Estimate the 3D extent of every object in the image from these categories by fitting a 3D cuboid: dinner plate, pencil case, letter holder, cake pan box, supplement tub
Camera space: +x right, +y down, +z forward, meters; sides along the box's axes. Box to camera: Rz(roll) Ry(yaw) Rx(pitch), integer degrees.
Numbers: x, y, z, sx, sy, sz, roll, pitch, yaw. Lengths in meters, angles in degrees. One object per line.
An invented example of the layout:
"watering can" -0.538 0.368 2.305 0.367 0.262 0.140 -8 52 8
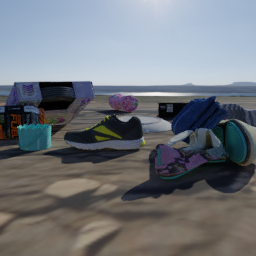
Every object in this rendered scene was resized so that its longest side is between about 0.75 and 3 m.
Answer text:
"dinner plate" 0.457 -0.207 10.739 2.583 0.313 2.583 0 10 0
"pencil case" -0.358 -1.674 18.245 1.158 1.158 2.648 -4 10 -23
"letter holder" 2.307 -0.959 14.673 1.542 0.776 1.096 0 7 0
"cake pan box" -2.949 -0.864 10.267 2.690 0.764 2.921 -8 -13 -35
"supplement tub" -3.423 -0.192 8.562 1.647 1.009 1.009 -4 9 -21

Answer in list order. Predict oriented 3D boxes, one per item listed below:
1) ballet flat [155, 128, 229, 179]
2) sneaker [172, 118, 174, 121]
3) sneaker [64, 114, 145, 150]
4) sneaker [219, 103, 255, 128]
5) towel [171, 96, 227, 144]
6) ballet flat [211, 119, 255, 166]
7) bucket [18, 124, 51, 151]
"ballet flat" 1.287 0.401 5.350 2.111 0.751 0.730 -7 3 -42
"sneaker" 2.702 -0.449 11.494 1.764 0.666 0.621 4 9 24
"sneaker" -0.599 0.075 7.192 2.075 0.878 0.773 0 8 0
"sneaker" 3.792 -0.237 9.935 2.724 1.018 1.117 4 -8 -25
"towel" 1.593 -0.237 6.872 0.518 1.192 2.135 43 6 -4
"ballet flat" 2.475 0.203 6.293 0.917 0.917 2.639 0 9 -2
"bucket" -2.398 0.223 7.226 0.892 0.581 0.892 0 8 0
